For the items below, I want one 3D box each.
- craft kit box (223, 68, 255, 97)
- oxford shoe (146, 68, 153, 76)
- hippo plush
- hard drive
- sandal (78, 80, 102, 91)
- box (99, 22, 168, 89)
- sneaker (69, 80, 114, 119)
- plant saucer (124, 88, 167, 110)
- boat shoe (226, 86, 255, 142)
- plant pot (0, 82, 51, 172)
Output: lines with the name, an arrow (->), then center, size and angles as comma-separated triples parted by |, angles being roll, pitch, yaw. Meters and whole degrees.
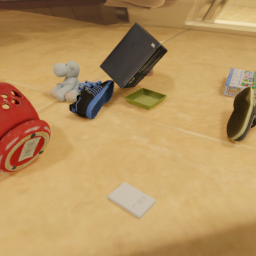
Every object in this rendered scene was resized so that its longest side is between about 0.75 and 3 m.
craft kit box -> 5.969, -2.046, 13.226 | 2.487, 0.611, 2.518 | 11, 34, 22
oxford shoe -> 1.074, -3.521, 15.428 | 0.684, 0.714, 1.933 | -5, 32, -8
hippo plush -> -2.563, -2.097, 12.339 | 1.920, 1.544, 1.529 | -3, 32, -5
hard drive -> 0.100, 1.861, 7.293 | 1.055, 0.141, 0.696 | 24, 39, 32
sandal -> -1.690, -1.882, 12.617 | 0.629, 0.689, 1.582 | -34, 7, 35
box -> 0.323, -3.019, 12.122 | 1.395, 2.337, 2.377 | 45, 17, 4
sneaker -> -1.438, -1.354, 11.707 | 1.062, 0.956, 2.727 | 16, 36, 12
plant saucer -> 0.761, -1.222, 12.087 | 1.376, 0.329, 1.374 | 23, 39, 32
boat shoe -> 4.347, -0.449, 10.141 | 0.965, 1.050, 2.938 | 38, 44, -5
plant pot -> -3.515, 0.063, 8.059 | 1.947, 2.138, 2.138 | 42, 47, 16
